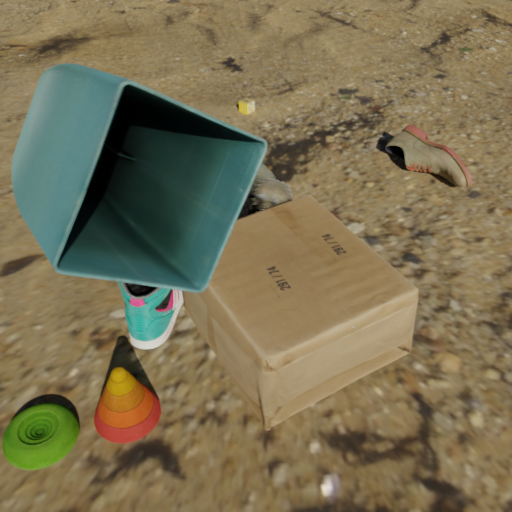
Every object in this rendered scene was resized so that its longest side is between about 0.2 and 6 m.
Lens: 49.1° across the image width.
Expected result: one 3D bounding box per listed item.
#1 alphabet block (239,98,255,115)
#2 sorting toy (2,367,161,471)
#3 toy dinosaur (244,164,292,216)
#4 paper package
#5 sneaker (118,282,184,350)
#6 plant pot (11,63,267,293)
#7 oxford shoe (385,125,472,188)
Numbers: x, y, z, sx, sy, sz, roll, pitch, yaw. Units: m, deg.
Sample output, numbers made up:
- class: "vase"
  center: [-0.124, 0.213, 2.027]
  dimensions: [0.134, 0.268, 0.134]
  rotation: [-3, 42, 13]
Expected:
- class: "alphabet block"
  center: [-0.268, -4.287, 16.051]
  dimensions: [0.331, 0.329, 0.337]
  rotation: [26, 46, 31]
- class: "sorting toy"
  center: [-2.765, 2.098, 7.484]
  dimensions: [2.909, 1.002, 1.009]
  rotation: [-12, 40, -15]
- class: "toy dinosaur"
  center: [0.041, -1.282, 10.760]
  dimensions: [0.969, 1.288, 2.519]
  rotation: [-3, 42, -21]
- class: "paper package"
  center: [0.566, 0.687, 8.791]
  dimensions: [2.812, 1.526, 2.950]
  rotation: [-21, 43, -23]
- class: "sneaker"
  center: [-1.699, 0.293, 9.431]
  dimensions: [0.955, 1.378, 2.283]
  rotation: [3, 39, 3]
- class: "plant pot"
  center: [-2.031, -1.351, 8.029]
  dimensions: [2.322, 2.321, 3.285]
  rotation: [13, 16, -45]
- class: "oxford shoe"
  center: [4.036, -2.181, 13.214]
  dimensions: [0.901, 0.849, 2.409]
  rotation: [-35, 45, -3]
